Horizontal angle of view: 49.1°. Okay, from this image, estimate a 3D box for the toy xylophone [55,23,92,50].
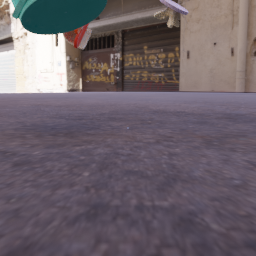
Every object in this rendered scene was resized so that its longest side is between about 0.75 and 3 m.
[{"bbox_3d":[-1.453,-3.392,7.888,0.699,2.037,2.783,15,-26,-2],"label":"toy xylophone"}]

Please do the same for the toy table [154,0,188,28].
[{"bbox_3d":[1.449,-3.925,9.581,1.102,0.646,1.013,21,35,-16],"label":"toy table"}]

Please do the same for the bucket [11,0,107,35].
[{"bbox_3d":[-1.464,-2.868,5.516,2.085,1.357,2.085,-20,-2,-1],"label":"bucket"}]
